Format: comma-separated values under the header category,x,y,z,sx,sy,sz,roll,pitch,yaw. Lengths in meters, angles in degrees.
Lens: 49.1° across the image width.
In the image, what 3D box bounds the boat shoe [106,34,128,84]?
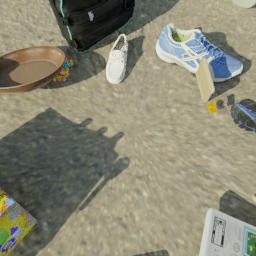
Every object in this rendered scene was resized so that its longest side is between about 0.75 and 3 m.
category,x,y,z,sx,sy,sz,roll,pitch,yaw
boat shoe,-0.325,-2.146,8.534,0.596,0.584,1.684,8,64,-2

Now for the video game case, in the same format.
category,x,y,z,sx,sy,sz,roll,pitch,yaw
video game case,2.317,2.969,5.344,2.070,0.269,2.274,24,52,2

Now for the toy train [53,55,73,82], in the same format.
category,x,y,z,sx,sy,sz,roll,pitch,yaw
toy train,-2.232,-1.867,8.540,0.951,0.352,1.266,16,61,9

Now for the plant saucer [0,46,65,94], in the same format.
category,x,y,z,sx,sy,sz,roll,pitch,yaw
plant saucer,-2.927,-1.627,7.984,2.419,0.442,2.419,-6,39,5

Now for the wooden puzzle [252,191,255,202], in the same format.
category,x,y,z,sx,sy,sz,roll,pitch,yaw
wooden puzzle,4.142,1.699,6.395,2.124,0.492,1.967,-35,66,-24

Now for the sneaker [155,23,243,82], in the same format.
category,x,y,z,sx,sy,sz,roll,pitch,yaw
sneaker,2.109,-2.227,8.346,2.717,1.046,1.029,22,60,9

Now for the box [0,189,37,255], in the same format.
category,x,y,z,sx,sy,sz,roll,pitch,yaw
box,-3.843,1.994,5.505,2.590,1.640,2.689,32,64,17

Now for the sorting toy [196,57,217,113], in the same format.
category,x,y,z,sx,sy,sz,roll,pitch,yaw
sorting toy,2.157,-1.071,7.563,0.191,1.061,1.424,-12,81,2

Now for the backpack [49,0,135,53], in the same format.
category,x,y,z,sx,sy,sz,roll,pitch,yaw
backpack,-1.088,-3.884,8.613,2.505,2.202,1.920,-29,58,-9

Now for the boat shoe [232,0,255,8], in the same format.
category,x,y,z,sx,sy,sz,roll,pitch,yaw
boat shoe,3.999,-5.346,10.302,0.862,0.844,2.420,-28,60,-11

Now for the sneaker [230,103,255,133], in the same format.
category,x,y,z,sx,sy,sz,roll,pitch,yaw
sneaker,3.447,-0.186,7.493,1.543,0.581,0.605,37,59,10
